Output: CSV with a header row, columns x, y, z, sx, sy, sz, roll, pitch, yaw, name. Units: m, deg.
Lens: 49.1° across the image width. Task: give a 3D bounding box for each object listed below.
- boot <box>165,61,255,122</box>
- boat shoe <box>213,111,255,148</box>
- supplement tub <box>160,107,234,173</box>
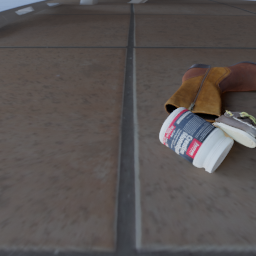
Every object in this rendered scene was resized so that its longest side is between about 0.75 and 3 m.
x,y,z,sx,sy,sz,roll,pitch,yaw,name
2.823,-1.144,8.361,2.798,1.018,2.972,14,35,17,boot
2.321,-0.056,5.925,0.719,0.596,2.001,39,5,2,boat shoe
1.433,0.246,5.979,1.328,0.932,0.932,35,44,26,supplement tub
